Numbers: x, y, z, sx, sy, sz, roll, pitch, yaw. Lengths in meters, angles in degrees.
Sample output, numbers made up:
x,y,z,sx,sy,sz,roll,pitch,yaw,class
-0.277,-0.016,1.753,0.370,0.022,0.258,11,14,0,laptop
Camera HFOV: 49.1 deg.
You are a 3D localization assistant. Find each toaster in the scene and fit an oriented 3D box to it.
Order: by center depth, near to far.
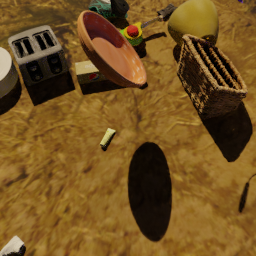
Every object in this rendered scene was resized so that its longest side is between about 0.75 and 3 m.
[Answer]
x,y,z,sx,sy,sz,roll,pitch,yaw,class
-3.585,-2.978,11.254,1.838,1.206,2.032,-24,63,-14,toaster

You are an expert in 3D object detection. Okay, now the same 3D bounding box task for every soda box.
x,y,z,sx,sy,sz,roll,pitch,yaw,class
-1.128,-2.329,11.227,1.900,0.608,0.643,-10,61,-6,soda box

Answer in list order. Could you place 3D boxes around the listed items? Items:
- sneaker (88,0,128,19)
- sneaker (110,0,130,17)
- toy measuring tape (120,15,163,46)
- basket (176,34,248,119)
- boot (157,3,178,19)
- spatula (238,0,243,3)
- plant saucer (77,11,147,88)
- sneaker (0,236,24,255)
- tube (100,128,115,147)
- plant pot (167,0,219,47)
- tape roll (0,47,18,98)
x,y,z,sx,sy,sz,roll,pitch,yaw,class
-0.967,-5.420,13.018,2.100,0.815,0.958,32,80,21,sneaker
-0.549,-4.846,10.618,0.557,0.835,1.458,-37,94,-21,sneaker
0.619,-4.142,12.122,2.407,0.885,0.885,-25,63,-11,toy measuring tape
3.205,-2.042,10.263,1.920,2.004,2.690,-16,61,-9,basket
1.964,-5.386,13.170,0.887,0.353,1.019,-40,63,-14,boot
2.605,-3.710,7.537,2.271,0.233,0.642,-20,103,-37,spatula
-0.473,-2.126,7.894,0.478,2.553,2.553,-37,58,27,plant saucer
-3.348,3.552,8.063,0.436,0.278,0.755,30,63,19,sneaker
-0.747,0.332,9.961,0.221,0.198,0.763,43,56,-20,tube
2.784,-3.839,11.257,2.072,2.072,1.471,-11,62,-6,plant pot
-5.603,-2.180,11.020,2.317,0.810,2.317,0,60,0,tape roll
